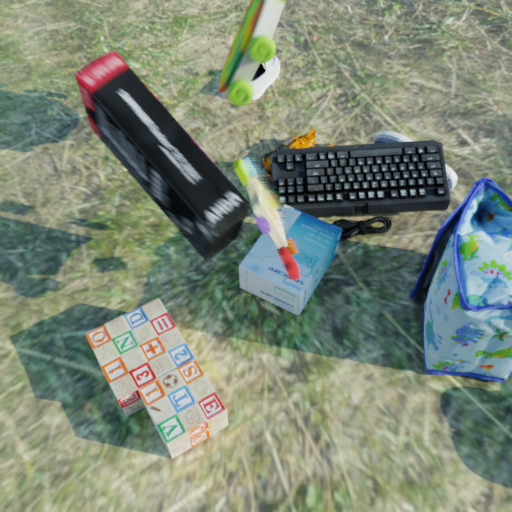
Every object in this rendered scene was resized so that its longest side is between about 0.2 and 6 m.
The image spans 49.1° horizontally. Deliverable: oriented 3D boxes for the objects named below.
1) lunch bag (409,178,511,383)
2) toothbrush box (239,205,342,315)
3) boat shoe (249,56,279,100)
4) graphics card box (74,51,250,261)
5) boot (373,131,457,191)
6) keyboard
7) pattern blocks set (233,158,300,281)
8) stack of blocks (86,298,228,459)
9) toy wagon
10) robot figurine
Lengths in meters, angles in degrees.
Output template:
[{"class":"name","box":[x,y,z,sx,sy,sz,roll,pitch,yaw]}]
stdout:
[{"class":"lunch bag","box":[3.891,0.414,10.065,1.830,2.441,2.871,7,54,5]},{"class":"toothbrush box","box":[0.699,0.051,11.365,1.387,0.808,1.894,25,58,18]},{"class":"boat shoe","box":[0.118,-5.058,15.340,0.682,0.649,1.896,24,56,17]},{"class":"graphics card box","box":[-1.531,-1.518,9.281,0.831,2.051,3.269,-39,85,-15]},{"class":"boot","box":[3.444,-2.010,12.927,2.217,0.806,1.001,37,66,22]},{"class":"keyboard","box":[2.259,-1.446,12.269,3.775,0.484,2.267,-3,76,5]},{"class":"pattern blocks set","box":[0.160,-0.745,9.538,0.188,2.036,2.317,-28,22,11]},{"class":"stack of blocks","box":[-1.756,2.158,9.791,1.466,0.746,2.547,-27,58,-19]},{"class":"toy wagon","box":[0.071,-4.595,11.245,0.606,3.062,2.376,18,48,-15]},{"class":"robot figurine","box":[0.933,-2.285,13.302,1.773,0.516,1.286,-35,65,-23]}]
